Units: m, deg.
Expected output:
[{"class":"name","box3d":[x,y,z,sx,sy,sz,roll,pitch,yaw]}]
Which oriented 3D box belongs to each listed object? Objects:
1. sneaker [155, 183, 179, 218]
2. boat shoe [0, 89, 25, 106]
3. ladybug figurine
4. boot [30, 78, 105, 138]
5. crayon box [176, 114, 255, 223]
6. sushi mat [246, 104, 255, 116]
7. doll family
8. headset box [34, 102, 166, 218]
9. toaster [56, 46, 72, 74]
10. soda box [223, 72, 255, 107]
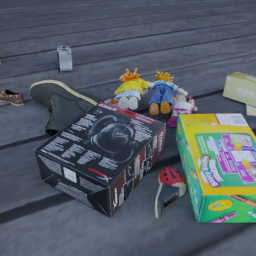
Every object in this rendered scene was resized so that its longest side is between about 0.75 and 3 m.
[{"class":"sneaker","box3d":[0.790,1.440,5.583,0.429,0.302,0.808,5,42,16]},{"class":"boat shoe","box3d":[-3.934,-1.080,9.217,1.239,0.436,0.436,13,38,19]},{"class":"ladybug figurine","box3d":[0.975,1.148,6.209,0.559,0.296,0.824,-12,38,-17]},{"class":"boot","box3d":[-2.152,-0.489,8.005,2.582,1.000,1.786,15,43,21]},{"class":"crayon box","box3d":[2.129,0.731,6.341,1.660,0.814,2.796,0,36,0]},{"class":"sushi mat","box3d":[4.475,-0.496,8.688,1.546,0.094,0.739,9,35,12]},{"class":"doll family","box3d":[0.689,-1.070,8.432,2.907,1.310,1.804,4,36,6]},{"class":"headset box","box3d":[-0.456,0.473,6.537,1.952,1.013,2.623,20,39,24]},{"class":"toaster","box3d":[-2.535,-2.736,11.185,0.566,0.955,0.863,-4,28,-10]},{"class":"soda box","box3d":[4.199,-1.108,8.859,2.189,0.741,0.701,28,39,36]}]
